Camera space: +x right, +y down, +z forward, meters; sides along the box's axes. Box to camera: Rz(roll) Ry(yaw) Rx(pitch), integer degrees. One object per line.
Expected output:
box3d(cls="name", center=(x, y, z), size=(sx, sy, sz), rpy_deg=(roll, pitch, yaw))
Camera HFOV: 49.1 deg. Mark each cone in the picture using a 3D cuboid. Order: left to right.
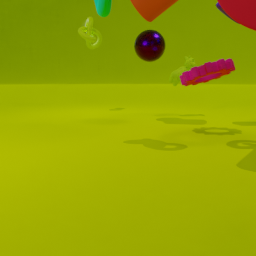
box3d(cls="cone", center=(1.888, -1.907, 3.929), size=(1.628, 1.628, 1.634), rpy_deg=(2, 2, 10))

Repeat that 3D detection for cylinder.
box3d(cls="cylinder", center=(0.721, -3.661, 7.530), size=(1.119, 1.119, 1.119), rpy_deg=(-31, -6, 28))
box3d(cls="cylinder", center=(2.892, -3.312, 7.288), size=(0.844, 0.844, 0.844), rpy_deg=(31, 23, -15))

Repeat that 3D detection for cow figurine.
box3d(cls="cow figurine", center=(2.026, -2.119, 10.340), size=(1.026, 1.009, 0.563), rpy_deg=(-22, 53, -23))

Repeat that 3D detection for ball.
box3d(cls="ball", center=(0.684, -2.566, 8.769), size=(0.977, 0.977, 0.977), rpy_deg=(0, 10, 0))

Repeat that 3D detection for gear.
box3d(cls="gear", center=(1.974, -1.371, 7.008), size=(1.313, 0.243, 1.313), rpy_deg=(-14, -4, -1))

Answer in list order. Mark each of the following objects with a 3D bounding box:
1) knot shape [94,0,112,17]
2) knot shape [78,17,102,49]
box3d(cls="knot shape", center=(-0.440, -2.638, 4.430), size=(1.393, 1.488, 0.688), rpy_deg=(-8, 30, 49))
box3d(cls="knot shape", center=(-1.610, -4.098, 11.927), size=(0.608, 1.230, 1.315), rpy_deg=(-9, -7, 21))
